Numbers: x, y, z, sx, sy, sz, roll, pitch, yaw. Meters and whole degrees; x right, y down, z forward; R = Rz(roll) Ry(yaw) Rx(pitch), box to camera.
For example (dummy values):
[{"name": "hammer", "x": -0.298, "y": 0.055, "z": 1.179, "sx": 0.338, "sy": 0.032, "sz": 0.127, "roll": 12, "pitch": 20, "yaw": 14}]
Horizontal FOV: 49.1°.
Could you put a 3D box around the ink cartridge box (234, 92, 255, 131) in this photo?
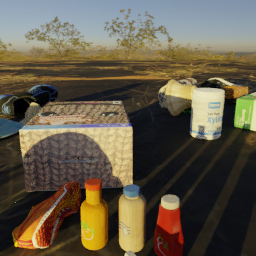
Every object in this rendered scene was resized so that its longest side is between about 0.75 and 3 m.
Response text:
[{"name": "ink cartridge box", "x": 5.127, "y": -0.441, "z": 9.178, "sx": 1.857, "sy": 1.052, "sz": 2.534, "roll": -16, "pitch": 23, "yaw": -42}]

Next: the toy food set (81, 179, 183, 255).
[{"name": "toy food set", "x": 0.263, "y": 1.384, "z": 3.339, "sx": 1.050, "sy": 0.990, "sz": 2.200, "roll": -10, "pitch": 20, "yaw": -30}]

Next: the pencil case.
[{"name": "pencil case", "x": 2.394, "y": -1.633, "z": 13.167, "sx": 1.041, "sy": 1.197, "sz": 2.675, "roll": 39, "pitch": 33, "yaw": 18}]

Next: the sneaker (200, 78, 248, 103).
[{"name": "sneaker", "x": 4.475, "y": -1.870, "z": 14.058, "sx": 1.203, "sy": 1.040, "sz": 2.747, "roll": -16, "pitch": 22, "yaw": -28}]

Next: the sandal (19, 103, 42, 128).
[{"name": "sandal", "x": -3.439, "y": -0.613, "z": 10.344, "sx": 0.791, "sy": 0.709, "sz": 2.156, "roll": 2, "pitch": 17, "yaw": 7}]

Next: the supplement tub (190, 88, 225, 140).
[{"name": "supplement tub", "x": 2.408, "y": -0.447, "z": 8.549, "sx": 0.950, "sy": 1.440, "sz": 0.950, "roll": 0, "pitch": 17, "yaw": 0}]

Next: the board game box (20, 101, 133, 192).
[{"name": "board game box", "x": -1.045, "y": 0.246, "z": 6.545, "sx": 2.102, "sy": 1.277, "sz": 2.637, "roll": -2, "pitch": 16, "yaw": -5}]

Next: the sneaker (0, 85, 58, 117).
[{"name": "sneaker", "x": -3.890, "y": -1.078, "z": 11.570, "sx": 1.155, "sy": 1.039, "sz": 2.964, "roll": 18, "pitch": 29, "yaw": 32}]

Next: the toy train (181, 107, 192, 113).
[{"name": "toy train", "x": 2.721, "y": -0.774, "z": 11.666, "sx": 1.347, "sy": 0.281, "sz": 0.380, "roll": 4, "pitch": 8, "yaw": 14}]

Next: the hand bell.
[{"name": "hand bell", "x": 2.923, "y": -1.237, "z": 10.213, "sx": 2.767, "sy": 1.441, "sz": 1.441, "roll": -3, "pitch": 13, "yaw": 35}]

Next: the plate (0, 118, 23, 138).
[{"name": "plate", "x": -4.565, "y": 0.000, "z": 8.957, "sx": 2.230, "sy": 0.285, "sz": 2.230, "roll": -3, "pitch": 17, "yaw": 1}]

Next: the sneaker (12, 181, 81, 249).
[{"name": "sneaker", "x": -1.226, "y": 1.276, "z": 4.484, "sx": 0.609, "sy": 0.577, "sz": 1.580, "roll": -4, "pitch": 12, "yaw": 19}]
